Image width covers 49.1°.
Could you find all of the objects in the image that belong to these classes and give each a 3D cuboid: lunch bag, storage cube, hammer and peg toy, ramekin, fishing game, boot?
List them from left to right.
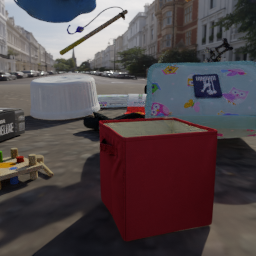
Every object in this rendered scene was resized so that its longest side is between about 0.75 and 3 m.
[{"bbox_3d":[-1.433,0.474,3.635,0.693,0.332,0.942,9,14,41],"label":"hammer and peg toy"},{"bbox_3d":[-2.083,-1.076,9.180,2.265,1.104,2.265,-2,18,1],"label":"ramekin"},{"bbox_3d":[-0.770,-2.318,3.512,2.026,2.829,0.440,-38,53,-24],"label":"fishing game"},{"bbox_3d":[-0.350,-0.172,6.724,1.210,0.462,1.017,-14,21,-32],"label":"boot"},{"bbox_3d":[0.220,0.392,2.629,0.967,0.869,0.827,-4,12,-19],"label":"storage cube"},{"bbox_3d":[1.442,-0.516,5.587,2.226,1.593,2.613,1,15,7],"label":"lunch bag"}]

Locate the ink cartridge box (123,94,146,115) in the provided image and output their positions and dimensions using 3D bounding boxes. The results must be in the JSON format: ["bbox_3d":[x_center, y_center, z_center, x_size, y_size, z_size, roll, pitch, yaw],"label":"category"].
[{"bbox_3d":[1.133,-0.742,8.508,2.389,0.744,2.969,1,3,5],"label":"ink cartridge box"}]

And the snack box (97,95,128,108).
[{"bbox_3d":[-0.727,-1.163,11.967,1.885,0.499,1.340,-4,11,-20],"label":"snack box"}]

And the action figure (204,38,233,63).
[{"bbox_3d":[2.824,-2.377,9.368,0.685,0.798,1.343,14,-37,-21],"label":"action figure"}]

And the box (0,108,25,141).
[{"bbox_3d":[-3.661,-0.036,5.569,2.447,0.609,1.930,2,10,11],"label":"box"}]

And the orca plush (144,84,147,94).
[{"bbox_3d":[2.181,-1.471,12.176,2.937,1.545,1.044,10,43,-8],"label":"orca plush"}]
